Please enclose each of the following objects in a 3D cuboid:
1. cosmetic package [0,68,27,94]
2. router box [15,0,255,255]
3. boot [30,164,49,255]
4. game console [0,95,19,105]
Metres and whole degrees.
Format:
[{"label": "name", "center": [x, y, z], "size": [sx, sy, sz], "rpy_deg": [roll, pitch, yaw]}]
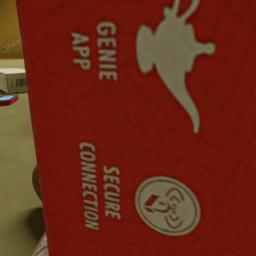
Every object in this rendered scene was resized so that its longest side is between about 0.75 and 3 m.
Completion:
[{"label": "cosmetic package", "center": [-5.372, -2.278, 13.257], "size": [1.296, 0.915, 2.503], "rpy_deg": [-12, 21, -34]}, {"label": "router box", "center": [0.918, 0.771, 0.437], "size": [2.074, 2.311, 0.564], "rpy_deg": [8, 20, 24]}, {"label": "boot", "center": [-1.079, 1.148, 1.902], "size": [2.960, 0.951, 2.759], "rpy_deg": [-21, 24, -41]}, {"label": "game console", "center": [-4.728, -1.037, 10.322], "size": [1.117, 0.196, 1.263], "rpy_deg": [-1, 16, -4]}]
